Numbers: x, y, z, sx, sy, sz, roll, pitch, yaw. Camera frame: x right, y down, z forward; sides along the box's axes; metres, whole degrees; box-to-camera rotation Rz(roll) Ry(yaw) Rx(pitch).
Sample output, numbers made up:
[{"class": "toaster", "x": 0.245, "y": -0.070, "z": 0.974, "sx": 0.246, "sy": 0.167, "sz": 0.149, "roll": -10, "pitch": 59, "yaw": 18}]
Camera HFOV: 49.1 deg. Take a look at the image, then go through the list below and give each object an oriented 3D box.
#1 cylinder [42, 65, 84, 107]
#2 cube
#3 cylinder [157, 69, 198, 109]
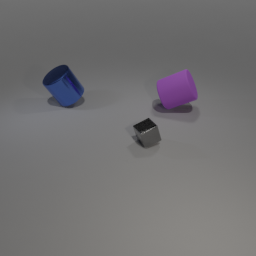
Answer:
[{"class": "cylinder", "x": -2.978, "y": -1.959, "z": 12.995, "sx": 1.400, "sy": 1.400, "sz": 1.400, "roll": -19, "pitch": 42, "yaw": 18}, {"class": "cube", "x": 0.698, "y": 0.185, "z": 10.222, "sx": 0.700, "sy": 0.700, "sz": 0.700, "roll": -27, "pitch": 35, "yaw": -10}, {"class": "cylinder", "x": 2.183, "y": -1.692, "z": 12.395, "sx": 1.400, "sy": 1.400, "sz": 1.400, "roll": -18, "pitch": 22, "yaw": 25}]
